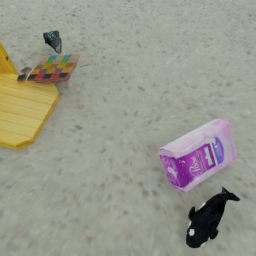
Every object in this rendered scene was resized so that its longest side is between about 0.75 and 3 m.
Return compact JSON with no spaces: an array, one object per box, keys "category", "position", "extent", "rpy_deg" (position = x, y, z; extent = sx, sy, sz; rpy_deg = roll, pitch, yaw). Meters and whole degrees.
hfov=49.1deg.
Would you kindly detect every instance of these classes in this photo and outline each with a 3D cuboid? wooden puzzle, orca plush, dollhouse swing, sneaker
[{"category":"wooden puzzle","position":[-2.092,-1.698,7.955],"extent":[2.026,0.142,1.202],"rpy_deg":[1,45,15]},{"category":"orca plush","position":[1.658,1.690,5.237],"extent":[1.404,0.499,0.739],"rpy_deg":[-27,89,-24]},{"category":"dollhouse swing","position":[-3.417,-1.125,6.857],"extent":[2.379,2.459,2.706],"rpy_deg":[4,48,17]},{"category":"sneaker","position":[-2.387,-2.711,8.866],"extent":[0.526,0.501,1.328],"rpy_deg":[-4,36,-19]}]

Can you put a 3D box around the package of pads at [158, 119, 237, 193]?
[{"category":"package of pads","position":[1.551,0.548,6.051],"extent":[1.657,0.999,0.627],"rpy_deg":[-26,14,-21]}]
